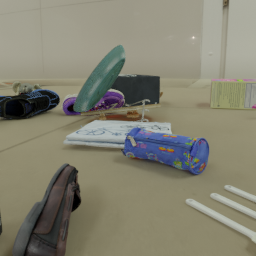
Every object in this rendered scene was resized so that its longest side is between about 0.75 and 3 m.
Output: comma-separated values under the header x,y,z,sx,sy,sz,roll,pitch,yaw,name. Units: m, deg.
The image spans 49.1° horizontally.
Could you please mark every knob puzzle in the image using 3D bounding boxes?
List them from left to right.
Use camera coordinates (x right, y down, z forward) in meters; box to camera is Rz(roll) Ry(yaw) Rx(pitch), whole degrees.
x,y,z,sx,sy,sz,roll,pitch,yaw,name
0.020,-0.573,10.209,2.910,0.404,2.910,-7,4,0,knob puzzle

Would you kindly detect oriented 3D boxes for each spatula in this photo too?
x,y,z,sx,sy,sz,roll,pitch,yaw,name
1.616,1.091,3.476,1.188,0.137,1.708,-9,15,-31,spatula

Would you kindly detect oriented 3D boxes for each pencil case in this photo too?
x,y,z,sx,sy,sz,roll,pitch,yaw,name
0.667,0.387,5.387,1.694,0.661,0.736,10,-13,38,pencil case

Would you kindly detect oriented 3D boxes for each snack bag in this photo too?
x,y,z,sx,sy,sz,roll,pitch,yaw,name
-0.090,0.131,7.547,2.545,0.289,2.699,2,11,7,snack bag

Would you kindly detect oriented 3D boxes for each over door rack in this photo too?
x,y,z,sx,sy,sz,roll,pitch,yaw,name
0.304,-0.492,8.975,0.964,0.712,0.321,-8,-19,43,over door rack

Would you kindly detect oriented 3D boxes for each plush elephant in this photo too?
x,y,z,sx,sy,sz,roll,pitch,yaw,name
-4.305,-1.379,12.101,1.368,1.286,1.661,-8,14,-31,plush elephant

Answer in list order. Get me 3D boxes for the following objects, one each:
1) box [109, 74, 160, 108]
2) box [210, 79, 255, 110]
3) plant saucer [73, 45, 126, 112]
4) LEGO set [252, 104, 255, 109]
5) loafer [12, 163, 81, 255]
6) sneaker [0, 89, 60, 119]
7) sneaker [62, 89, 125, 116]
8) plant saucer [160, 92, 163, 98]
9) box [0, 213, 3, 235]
x,y,z,sx,sy,sz,roll,pitch,yaw,name
-0.160,-1.778,13.434,2.512,1.557,2.469,-6,15,-25,box
5.379,-1.702,13.576,2.666,1.289,2.345,4,13,17,box
-0.837,-1.516,9.199,0.361,2.635,2.635,37,16,0,plant saucer
4.915,-0.474,10.008,0.495,0.460,1.206,-11,23,-31,LEGO set
-0.803,0.965,3.365,0.507,0.579,1.610,19,19,-1,loafer
-3.731,-0.864,10.764,1.134,1.021,2.911,21,26,39,sneaker
-1.365,-0.860,11.239,2.530,1.020,1.055,-10,28,-3,sneaker
1.305,-1.627,15.079,1.315,0.233,1.315,-19,9,3,plant saucer
-2.011,1.197,2.279,1.377,0.420,1.739,-1,12,-6,box
